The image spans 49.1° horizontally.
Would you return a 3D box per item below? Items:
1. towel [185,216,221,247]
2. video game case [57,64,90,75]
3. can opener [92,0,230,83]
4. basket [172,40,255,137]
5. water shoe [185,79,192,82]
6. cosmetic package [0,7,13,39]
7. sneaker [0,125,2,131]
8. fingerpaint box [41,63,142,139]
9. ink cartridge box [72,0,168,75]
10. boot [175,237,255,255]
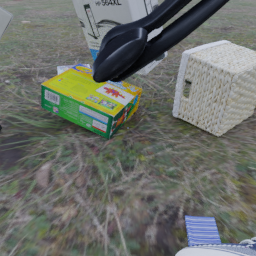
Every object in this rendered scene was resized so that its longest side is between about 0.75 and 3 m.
[{"bbox_3d":[1.272,1.795,4.743,0.544,0.090,0.751,2,32,2],"label":"towel"},{"bbox_3d":[-2.117,-2.200,11.138,1.314,0.166,1.442,-7,32,-12],"label":"video game case"},{"bbox_3d":[0.568,-1.466,4.031,2.560,0.811,1.006,-32,42,18],"label":"can opener"},{"bbox_3d":[2.555,-1.137,7.739,2.019,2.001,1.624,-25,44,-36],"label":"basket"},{"bbox_3d":[3.119,-2.268,10.559,2.237,0.883,0.800,-9,33,-15],"label":"water shoe"},{"bbox_3d":[-2.774,-2.110,4.848,1.540,0.547,0.810,35,5,35],"label":"cosmetic package"},{"bbox_3d":[-3.546,0.056,7.327,0.474,0.327,0.853,-25,32,-21],"label":"sneaker"},{"bbox_3d":[-0.996,-0.847,7.984,2.224,0.816,1.855,24,38,13],"label":"fingerpaint box"},{"bbox_3d":[-0.284,-2.985,7.385,2.027,2.777,1.171,19,52,38],"label":"ink cartridge box"},{"bbox_3d":[1.907,1.898,3.943,2.536,0.923,1.146,13,29,5],"label":"boot"}]
